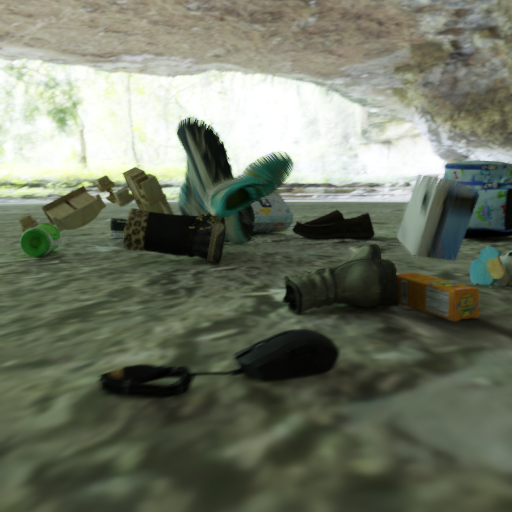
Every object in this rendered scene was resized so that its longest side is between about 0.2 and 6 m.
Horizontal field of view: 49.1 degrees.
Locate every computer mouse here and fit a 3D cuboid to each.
[{"bbox_3d":[-0.205,0.713,3.903,1.735,0.295,0.509,-4,9,-24],"label":"computer mouse"}]

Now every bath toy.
[{"bbox_3d":[3.675,0.099,7.697,1.575,0.582,0.685,-3,8,-31],"label":"bath toy"}]

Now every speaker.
[{"bbox_3d":[-4.216,-0.314,11.016,0.597,0.597,1.350,-1,7,-10],"label":"speaker"}]

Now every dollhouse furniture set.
[{"bbox_3d":[-4.476,-0.855,15.887,3.685,1.799,3.142,-32,26,-17],"label":"dollhouse furniture set"}]

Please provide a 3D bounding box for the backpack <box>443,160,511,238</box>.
[{"bbox_3d":[5.684,-1.475,14.619,2.714,1.994,2.483,2,5,34],"label":"backpack"}]

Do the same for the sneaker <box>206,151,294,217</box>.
[{"bbox_3d":[-0.018,-1.231,10.178,1.842,0.714,0.734,-36,25,-10],"label":"sneaker"}]

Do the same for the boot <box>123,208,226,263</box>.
[{"bbox_3d":[-1.488,-0.450,10.395,1.743,0.847,2.315,7,13,-8],"label":"boot"}]

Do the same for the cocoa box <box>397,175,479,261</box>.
[{"bbox_3d":[2.741,-0.584,8.513,0.716,1.091,0.728,8,23,-12],"label":"cocoa box"}]

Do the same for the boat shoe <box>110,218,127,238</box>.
[{"bbox_3d":[-2.917,-0.807,14.747,1.825,0.623,0.674,-2,8,-19],"label":"boat shoe"}]

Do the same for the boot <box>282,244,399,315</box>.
[{"bbox_3d":[0.890,0.250,6.553,1.213,0.629,1.856,-5,5,3],"label":"boot"}]

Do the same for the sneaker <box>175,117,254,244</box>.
[{"bbox_3d":[-1.193,-1.431,12.189,1.414,3.277,1.272,-7,42,18],"label":"sneaker"}]

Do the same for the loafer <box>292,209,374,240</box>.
[{"bbox_3d":[1.964,-0.819,14.332,2.098,0.749,0.766,0,7,-3],"label":"loafer"}]

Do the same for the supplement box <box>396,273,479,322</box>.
[{"bbox_3d":[1.906,0.426,6.015,0.341,0.353,1.026,-5,11,-21],"label":"supplement box"}]

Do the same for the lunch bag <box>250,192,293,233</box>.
[{"bbox_3d":[-0.102,-1.213,15.707,1.656,1.241,1.952,-3,13,-31],"label":"lunch bag"}]
